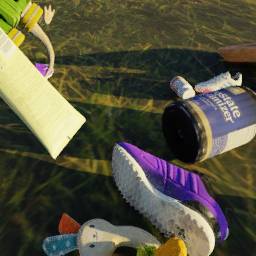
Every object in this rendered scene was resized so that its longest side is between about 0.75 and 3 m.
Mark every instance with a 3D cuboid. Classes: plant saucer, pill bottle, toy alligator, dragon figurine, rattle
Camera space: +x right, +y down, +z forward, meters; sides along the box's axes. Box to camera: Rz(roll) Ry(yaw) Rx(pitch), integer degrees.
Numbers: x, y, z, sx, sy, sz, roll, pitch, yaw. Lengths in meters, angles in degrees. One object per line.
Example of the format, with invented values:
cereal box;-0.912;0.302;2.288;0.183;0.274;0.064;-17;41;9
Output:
plant saucer;4.545;-2.665;9.723;2.728;0.511;2.728;-6;16;2
pill bottle;2.057;-0.183;6.134;2.400;1.342;1.342;-17;39;-23
toy alligator;-1.346;-1.427;3.227;0.473;0.653;1.970;-27;36;41
pill bottle;1.606;-1.156;8.248;0.449;0.449;0.820;-10;37;-14
dragon figurine;-1.787;-1.872;4.323;1.056;2.125;0.625;5;41;29
rattle;-0.377;1.552;3.691;2.070;1.479;1.348;34;70;27

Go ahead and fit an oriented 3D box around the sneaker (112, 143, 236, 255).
sneaker;0.761;1.031;4.963;1.254;0.877;2.522;-18;42;-35

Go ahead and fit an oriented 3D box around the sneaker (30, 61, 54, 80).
sneaker;-3.426;-1.935;8.844;2.040;1.015;0.709;-10;37;-13

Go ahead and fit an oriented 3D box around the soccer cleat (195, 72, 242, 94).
soccer cleat;2.718;-1.394;8.433;1.439;0.621;0.503;-6;36;-7

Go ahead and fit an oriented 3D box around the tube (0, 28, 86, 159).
tube;-0.998;-0.359;2.723;0.442;1.523;0.395;-29;39;8
